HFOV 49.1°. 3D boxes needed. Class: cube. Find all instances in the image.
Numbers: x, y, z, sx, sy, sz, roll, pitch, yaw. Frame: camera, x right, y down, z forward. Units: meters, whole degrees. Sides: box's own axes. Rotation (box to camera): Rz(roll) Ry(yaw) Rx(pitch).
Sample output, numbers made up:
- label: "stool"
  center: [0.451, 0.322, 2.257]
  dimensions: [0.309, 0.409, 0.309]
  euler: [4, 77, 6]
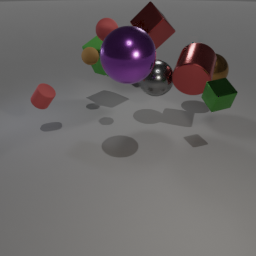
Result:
- label: "cube"
  center: [-0.859, -3.261, 12.260]
  dimensions: [1.400, 1.400, 1.400]
  euler: [-44, 42, -21]
- label: "cube"
  center: [2.817, -1.027, 8.694]
  dimensions: [0.700, 0.700, 0.700]
  euler: [-14, 54, -13]
- label: "cube"
  center: [1.243, -5.073, 14.011]
  dimensions: [1.400, 1.400, 1.400]
  euler: [16, 40, -55]

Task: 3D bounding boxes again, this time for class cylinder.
- label: "cylinder"
  center: [2.451, -2.168, 10.318]
  dimensions: [1.400, 1.400, 1.400]
  euler: [10, 50, 18]
- label: "cylinder"
  center: [-3.131, -1.163, 10.332]
  dimensions: [0.700, 0.700, 0.700]
  euler: [27, 38, -24]

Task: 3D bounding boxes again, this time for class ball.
- label: "ball"
  center: [-1.510, -2.873, 11.191]
  dimensions: [0.700, 0.700, 0.700]
  euler: [0, 28, 0]
- label: "ball"
  center: [1.089, -1.924, 10.840]
  dimensions: [1.400, 1.400, 1.400]
  euler: [0, 28, 0]
- label: "ball"
  center: [0.002, -1.799, 6.967]
  dimensions: [1.400, 1.400, 1.400]
  euler: [0, 28, 0]
- label: "ball"
  center: [-0.633, -2.973, 8.499]
  dimensions: [0.700, 0.700, 0.700]
  euler: [0, 28, 0]
- label: "ball"
  center: [3.508, -2.435, 11.800]
  dimensions: [1.400, 1.400, 1.400]
  euler: [0, 28, 0]
